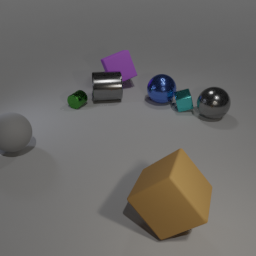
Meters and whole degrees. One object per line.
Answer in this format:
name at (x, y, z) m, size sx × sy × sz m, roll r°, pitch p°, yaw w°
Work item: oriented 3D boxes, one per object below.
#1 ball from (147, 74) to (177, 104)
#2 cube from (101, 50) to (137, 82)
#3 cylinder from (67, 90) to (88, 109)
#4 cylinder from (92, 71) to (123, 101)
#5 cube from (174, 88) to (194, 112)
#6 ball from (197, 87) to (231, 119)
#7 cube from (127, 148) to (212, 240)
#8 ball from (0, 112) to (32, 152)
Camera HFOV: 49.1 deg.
ball at (1.605, -1.867, 13.360) m, size 1.400 × 1.400 × 1.400 m, roll 0°, pitch 32°, yaw 0°
cube at (-0.506, -3.240, 14.945) m, size 1.400 × 1.400 × 1.400 m, roll -23°, pitch 18°, yaw -5°
cylinder at (-2.372, -1.345, 13.169) m, size 0.700 × 0.700 × 0.700 m, roll 15°, pitch 35°, yaw 22°
cylinder at (-1.019, -2.030, 13.600) m, size 1.400 × 1.400 × 1.400 m, roll -4°, pitch 32°, yaw -6°
cube at (2.540, -1.265, 12.783) m, size 0.700 × 0.700 × 0.700 m, roll -14°, pitch 39°, yaw 10°
ball at (3.691, -1.079, 12.089) m, size 1.400 × 1.400 × 1.400 m, roll 0°, pitch 32°, yaw 0°
cube at (1.097, 1.643, 7.071) m, size 1.400 × 1.400 × 1.400 m, roll -35°, pitch 8°, yaw 31°
ball at (-4.111, 0.144, 9.874) m, size 1.400 × 1.400 × 1.400 m, roll 0°, pitch 32°, yaw 0°
